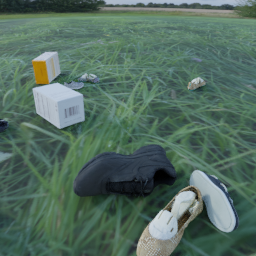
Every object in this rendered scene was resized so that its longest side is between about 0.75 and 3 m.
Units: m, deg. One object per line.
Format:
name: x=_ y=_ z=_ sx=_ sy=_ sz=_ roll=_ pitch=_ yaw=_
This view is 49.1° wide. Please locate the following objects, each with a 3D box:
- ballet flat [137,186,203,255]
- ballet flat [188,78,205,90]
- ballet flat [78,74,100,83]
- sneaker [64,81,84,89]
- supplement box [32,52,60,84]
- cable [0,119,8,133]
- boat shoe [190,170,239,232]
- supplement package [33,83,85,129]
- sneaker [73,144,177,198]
ballet flat: x=0.983 y=2.039 z=6.353 sx=0.833 sy=0.771 sz=2.363 roll=18 pitch=33 yaw=32
ballet flat: x=3.765 y=-2.451 z=15.160 sx=0.541 sy=0.500 sz=1.533 roll=19 pitch=33 yaw=35
ballet flat: x=-2.251 y=-2.868 z=15.989 sx=1.377 sy=0.495 sz=0.495 roll=10 pitch=29 yaw=18
sneaker: x=-2.881 y=-2.325 z=14.976 sx=1.095 sy=0.449 sz=0.409 roll=-17 pitch=32 yaw=-29
supplement box: x=-4.713 y=-3.528 z=16.299 sx=0.788 sy=1.350 sz=2.143 roll=1 pitch=27 yaw=6
cable: x=-5.458 y=-0.078 z=10.794 sx=1.502 sy=0.382 sz=1.226 roll=-20 pitch=34 yaw=-32
boat shoe: x=2.226 y=1.731 z=6.910 sx=0.612 sy=0.767 sz=2.029 roll=14 pitch=25 yaw=-18
supplement package: x=-2.875 y=-0.976 z=11.605 sx=1.192 sy=1.196 sz=2.040 roll=-22 pitch=35 yaw=-36
sneaker: x=0.000 y=1.302 z=7.529 sx=2.925 sy=1.111 sz=1.328 roll=-15 pitch=40 yaw=-20
